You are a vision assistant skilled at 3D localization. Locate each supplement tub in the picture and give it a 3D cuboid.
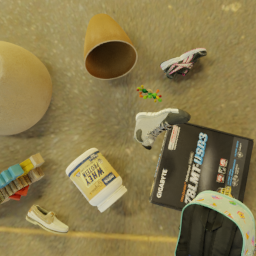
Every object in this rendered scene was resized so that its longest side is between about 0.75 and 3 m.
[{"bbox_3d":[-0.892,1.502,8.105,1.148,1.148,1.590,-40,83,-6],"label":"supplement tub"}]

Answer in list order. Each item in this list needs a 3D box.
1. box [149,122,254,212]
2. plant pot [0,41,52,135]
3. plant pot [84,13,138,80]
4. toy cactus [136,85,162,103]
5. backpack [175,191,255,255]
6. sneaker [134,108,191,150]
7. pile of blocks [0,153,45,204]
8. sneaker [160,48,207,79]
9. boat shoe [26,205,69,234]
[{"bbox_3d":[2.189,1.285,8.417,2.602,0.651,2.621,16,80,2],"label":"box"},{"bbox_3d":[-3.940,-1.360,8.200,2.920,1.960,2.920,0,80,1],"label":"plant pot"},{"bbox_3d":[-0.701,-2.686,8.720,1.616,1.616,1.734,-14,61,-2],"label":"plant pot"},{"bbox_3d":[0.588,-0.959,7.594,0.757,0.624,0.387,17,111,-3],"label":"toy cactus"},{"bbox_3d":[1.743,2.057,5.447,1.239,1.421,1.616,-23,119,-40],"label":"backpack"},{"bbox_3d":[0.550,0.063,4.919,0.452,1.204,0.695,29,69,-34],"label":"sneaker"},{"bbox_3d":[-3.563,1.827,8.063,2.751,1.129,0.855,-35,82,-6],"label":"pile of blocks"},{"bbox_3d":[1.839,-2.055,9.092,1.551,0.623,0.670,-22,96,2],"label":"sneaker"},{"bbox_3d":[-2.329,2.693,8.229,1.326,0.496,0.454,21,87,4],"label":"boat shoe"}]
